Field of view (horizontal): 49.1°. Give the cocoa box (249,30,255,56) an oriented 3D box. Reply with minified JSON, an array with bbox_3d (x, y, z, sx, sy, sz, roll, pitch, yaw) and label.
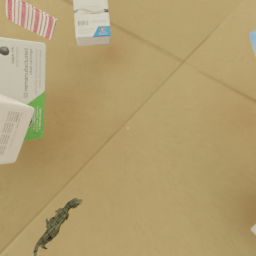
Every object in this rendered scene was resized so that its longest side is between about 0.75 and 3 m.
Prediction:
[{"bbox_3d":[2.593,-0.846,4.091,1.103,1.086,1.654,-22,37,30],"label":"cocoa box"}]

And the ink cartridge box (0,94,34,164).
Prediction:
[{"bbox_3d":[-2.196,-0.153,2.898,1.413,1.951,0.823,21,94,15],"label":"ink cartridge box"}]

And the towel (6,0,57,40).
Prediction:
[{"bbox_3d":[-2.202,-2.522,6.399,1.149,0.840,0.172,24,69,-17],"label":"towel"}]

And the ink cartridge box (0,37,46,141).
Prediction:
[{"bbox_3d":[-2.784,-0.607,4.686,1.093,1.898,2.600,16,18,35],"label":"ink cartridge box"}]

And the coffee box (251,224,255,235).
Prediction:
[{"bbox_3d":[3.242,1.174,4.162,2.349,0.936,1.343,-35,61,-15],"label":"coffee box"}]

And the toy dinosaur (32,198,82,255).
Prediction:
[{"bbox_3d":[-1.048,1.395,3.847,0.265,0.491,1.115,40,43,-5],"label":"toy dinosaur"}]

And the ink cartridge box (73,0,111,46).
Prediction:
[{"bbox_3d":[-0.906,-2.744,7.080,0.855,0.498,1.182,-4,81,-5],"label":"ink cartridge box"}]
